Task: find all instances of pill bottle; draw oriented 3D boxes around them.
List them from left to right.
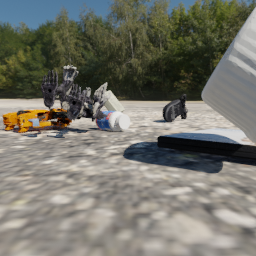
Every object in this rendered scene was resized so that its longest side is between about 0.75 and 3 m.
[{"bbox_3d":[-0.421,-0.200,7.897,0.561,0.561,0.999,-6,7,-43],"label":"pill bottle"}]

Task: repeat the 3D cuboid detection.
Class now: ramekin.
[{"bbox_3d":[1.717,-0.827,3.403,0.912,1.872,1.872,35,15,12],"label":"ramekin"}]

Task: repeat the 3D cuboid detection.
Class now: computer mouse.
[{"bbox_3d":[1.770,-0.674,10.930,0.406,1.067,1.541,12,26,40],"label":"computer mouse"}]

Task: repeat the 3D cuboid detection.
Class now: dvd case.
[{"bbox_3d":[1.980,0.224,5.159,1.817,0.223,2.547,4,6,39],"label":"dvd case"}]

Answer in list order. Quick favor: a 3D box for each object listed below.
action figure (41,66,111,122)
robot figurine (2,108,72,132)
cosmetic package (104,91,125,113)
[{"bbox_3d":[-1.166,-0.794,6.963,1.440,1.236,2.423,23,3,4],"label":"action figure"},{"bbox_3d":[-2.534,-0.273,8.282,1.431,0.575,1.974,7,10,39],"label":"robot figurine"},{"bbox_3d":[-0.706,-1.046,12.144,0.403,1.103,0.571,-44,-10,36],"label":"cosmetic package"}]
